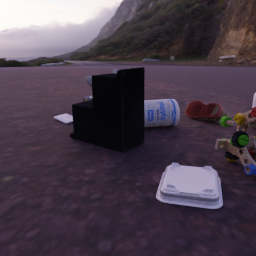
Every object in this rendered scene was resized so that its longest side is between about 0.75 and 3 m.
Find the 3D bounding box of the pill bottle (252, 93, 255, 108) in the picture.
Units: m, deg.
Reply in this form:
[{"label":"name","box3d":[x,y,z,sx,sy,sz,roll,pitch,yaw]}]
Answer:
[{"label":"pill bottle","box3d":[5.676,-0.558,9.942,2.332,1.317,1.317,8,17,22]}]

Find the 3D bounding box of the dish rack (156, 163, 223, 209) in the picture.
[{"label":"dish rack","box3d":[1.305,1.120,5.866,1.282,0.325,1.494,5,17,14]}]

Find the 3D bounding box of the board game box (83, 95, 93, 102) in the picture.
[{"label":"board game box","box3d":[-1.585,-1.763,16.121,1.236,0.332,2.059,1,15,17]}]

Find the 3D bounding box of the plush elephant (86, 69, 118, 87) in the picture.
[{"label":"plush elephant","box3d":[-0.867,-1.274,11.106,2.640,2.044,2.174,-1,16,-3]}]

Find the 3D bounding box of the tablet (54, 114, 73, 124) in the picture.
[{"label":"tablet","box3d":[-2.517,-0.398,11.449,0.648,0.068,0.996,-20,29,-40]}]

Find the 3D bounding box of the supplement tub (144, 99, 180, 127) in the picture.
[{"label":"supplement tub","box3d":[1.041,-0.552,10.466,1.549,1.022,1.022,-5,17,-14]}]

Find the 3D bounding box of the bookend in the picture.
[{"label":"bookend","box3d":[-0.720,-0.695,8.624,2.324,2.310,1.071,11,20,37]}]

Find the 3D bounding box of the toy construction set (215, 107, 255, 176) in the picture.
[{"label":"toy construction set","box3d":[3.075,0.104,6.897,2.020,1.685,1.552,-24,14,-12]}]

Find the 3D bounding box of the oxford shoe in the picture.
[{"label":"oxford shoe","box3d":[3.224,-0.604,11.612,0.835,0.787,2.234,26,0,-26]}]
